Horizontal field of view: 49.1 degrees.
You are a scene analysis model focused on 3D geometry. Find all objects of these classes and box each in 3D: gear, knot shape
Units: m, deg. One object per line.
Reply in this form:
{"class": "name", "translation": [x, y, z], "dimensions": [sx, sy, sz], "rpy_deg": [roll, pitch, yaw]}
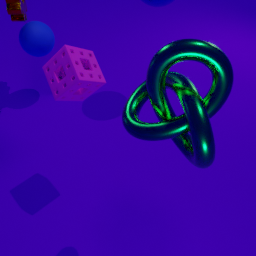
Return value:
{"class": "gear", "translation": [-2.975, -3.767, 7.281], "dimensions": [0.343, 1.853, 1.853], "rpy_deg": [-6, 47, -11]}
{"class": "knot shape", "translation": [0.506, -0.273, 3.438], "dimensions": [1.394, 1.490, 0.688], "rpy_deg": [7, 15, 44]}

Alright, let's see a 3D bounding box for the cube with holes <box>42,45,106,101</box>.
{"class": "cube with holes", "translation": [-0.986, -0.973, 5.153], "dimensions": [0.701, 0.701, 0.701], "rpy_deg": [-7, 69, -55]}

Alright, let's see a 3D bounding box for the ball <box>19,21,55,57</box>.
{"class": "ball", "translation": [-2.624, -2.562, 8.086], "dimensions": [0.989, 0.989, 0.989], "rpy_deg": [0, 46, 0]}

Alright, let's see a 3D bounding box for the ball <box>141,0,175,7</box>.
{"class": "ball", "translation": [0.767, -3.756, 7.007], "dimensions": [1.347, 1.347, 1.347], "rpy_deg": [0, 46, 0]}
